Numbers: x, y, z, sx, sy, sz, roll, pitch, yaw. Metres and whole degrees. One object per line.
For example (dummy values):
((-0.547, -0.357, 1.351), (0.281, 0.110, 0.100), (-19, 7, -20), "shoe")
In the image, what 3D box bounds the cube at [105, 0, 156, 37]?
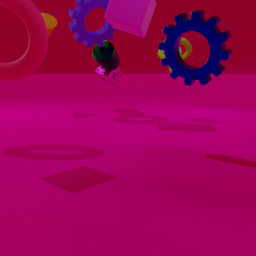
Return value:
((0.107, -3.635, 8.628), (1.147, 1.147, 1.147), (21, 8, 8), "cube")

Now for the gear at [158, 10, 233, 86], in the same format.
((1.266, -1.511, 5.398), (1.381, 1.381, 0.255), (8, 29, 34), "gear")

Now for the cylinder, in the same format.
((-0.856, -2.842, 11.153), (0.900, 0.900, 0.900), (3, -16, 16), "cylinder")

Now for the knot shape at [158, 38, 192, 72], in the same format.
((1.554, -2.599, 9.795), (0.564, 1.222, 1.143), (5, 27, -45), "knot shape")

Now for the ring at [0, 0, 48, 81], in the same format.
((-2.792, -2.022, 6.098), (2.052, 2.052, 0.410), (-1, 28, -6), "ring")

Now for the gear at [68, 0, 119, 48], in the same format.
((-1.152, -3.855, 10.002), (1.918, 1.918, 0.355), (-8, 42, -33), "gear")

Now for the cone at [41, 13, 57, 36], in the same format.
((-3.390, -3.758, 11.082), (1.096, 1.100, 1.096), (9, 49, -11), "cone")

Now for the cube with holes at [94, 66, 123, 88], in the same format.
((-0.816, -2.330, 12.036), (0.740, 0.740, 0.740), (29, -17, 34), "cube with holes")
